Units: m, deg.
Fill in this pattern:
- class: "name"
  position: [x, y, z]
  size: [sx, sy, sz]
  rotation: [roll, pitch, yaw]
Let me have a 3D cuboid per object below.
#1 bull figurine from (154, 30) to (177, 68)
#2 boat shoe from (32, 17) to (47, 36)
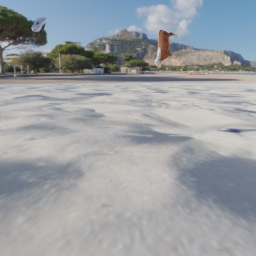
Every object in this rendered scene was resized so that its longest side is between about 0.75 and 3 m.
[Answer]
- class: "bull figurine"
  position: [1.500, -3.173, 11.286]
  size: [0.904, 1.489, 0.485]
  rotation: [-4, 11, -33]
- class: "boat shoe"
  position: [-3.274, -3.771, 10.439]
  size: [0.389, 0.368, 1.112]
  rotation: [2, 45, -2]
